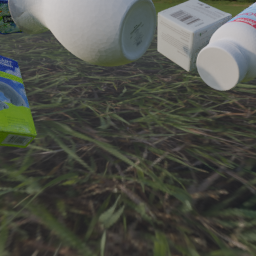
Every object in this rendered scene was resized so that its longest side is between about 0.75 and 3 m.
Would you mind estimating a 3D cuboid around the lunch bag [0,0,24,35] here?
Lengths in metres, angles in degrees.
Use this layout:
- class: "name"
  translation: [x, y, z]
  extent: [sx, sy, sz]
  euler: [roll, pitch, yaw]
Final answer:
- class: "lunch bag"
  translation: [-2.887, -2.642, 6.314]
  extent: [1.054, 0.896, 0.672]
  euler: [12, 59, -7]

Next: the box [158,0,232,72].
- class: "box"
  translation: [2.198, -3.195, 9.585]
  extent: [1.772, 1.518, 1.763]
  euler: [-28, 51, -20]

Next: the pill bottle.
- class: "pill bottle"
  translation: [3.160, -2.201, 7.297]
  extent: [2.903, 1.578, 1.578]
  euler: [-38, 42, -25]

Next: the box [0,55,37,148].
- class: "box"
  translation: [-2.146, -0.577, 4.297]
  extent: [1.103, 0.431, 1.809]
  euler: [11, 46, -49]

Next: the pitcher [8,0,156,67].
- class: "pitcher"
  translation: [-0.403, -1.506, 3.390]
  extent: [1.649, 0.999, 1.414]
  euler: [28, 70, 29]
